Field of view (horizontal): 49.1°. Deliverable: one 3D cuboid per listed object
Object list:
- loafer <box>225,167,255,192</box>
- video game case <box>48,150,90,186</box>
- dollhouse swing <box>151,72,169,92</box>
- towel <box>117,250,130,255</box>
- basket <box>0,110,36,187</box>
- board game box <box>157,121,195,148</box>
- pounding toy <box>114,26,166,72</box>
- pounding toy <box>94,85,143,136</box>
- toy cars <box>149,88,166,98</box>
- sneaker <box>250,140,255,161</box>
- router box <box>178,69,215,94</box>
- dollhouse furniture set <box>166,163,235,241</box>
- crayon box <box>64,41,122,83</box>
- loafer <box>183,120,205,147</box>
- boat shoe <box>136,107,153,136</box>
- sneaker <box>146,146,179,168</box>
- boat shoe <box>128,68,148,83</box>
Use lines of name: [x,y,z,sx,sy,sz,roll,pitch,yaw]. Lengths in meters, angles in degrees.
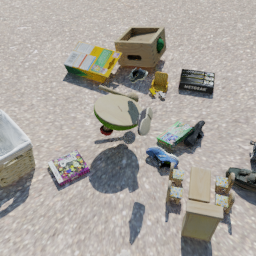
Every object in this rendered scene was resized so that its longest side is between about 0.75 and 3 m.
loafer: [4.421,1.802,9.448,2.156,0.678,0.775,26,51,23]
video game case: [-2.151,1.413,10.164,1.198,0.214,1.085,-24,50,-22]
dollhouse swing: [1.545,-2.208,13.432,0.767,0.674,0.697,12,46,10]
towel: [-0.128,4.013,7.596,0.787,0.205,1.187,-19,48,-19]
basket: [-4.524,0.706,10.008,1.573,1.432,2.321,-33,55,-29]
board game box: [1.878,0.233,11.059,1.290,0.188,0.868,-35,34,-21]
pounding toy: [0.921,-3.947,14.656,2.603,1.850,2.396,10,44,24]
pounding toy: [-0.433,-0.463,10.728,1.835,1.103,2.377,9,39,-8]
toy cars: [1.371,-1.592,13.167,0.900,0.199,0.403,20,51,14]
sneaker: [5.140,1.170,10.028,1.220,0.809,2.145,-1,39,-1]
router box: [3.367,-2.314,13.703,1.658,0.423,1.237,11,46,10]
dollhouse furniture set: [2.253,2.039,8.667,2.060,1.459,2.242,9,46,9]
crayon box: [-1.716,-3.312,14.200,2.598,0.670,1.633,20,68,19]
loafer: [2.743,0.237,11.173,0.501,0.484,1.426,31,57,21]
boat shoe: [0.467,-0.172,8.809,0.390,0.452,1.244,-13,35,30]
sneaker: [1.207,1.113,10.265,1.282,0.503,0.571,23,47,21]
boat shoe: [0.287,-1.911,10.126,0.466,0.385,1.244,-59,20,-4]
